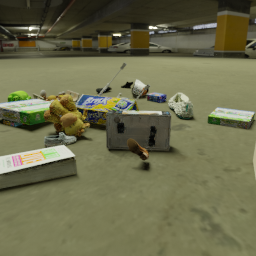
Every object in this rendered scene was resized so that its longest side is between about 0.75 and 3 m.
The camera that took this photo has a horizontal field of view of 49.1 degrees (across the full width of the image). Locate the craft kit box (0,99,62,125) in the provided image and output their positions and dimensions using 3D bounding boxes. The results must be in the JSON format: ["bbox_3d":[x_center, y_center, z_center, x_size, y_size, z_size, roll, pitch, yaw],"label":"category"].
[{"bbox_3d":[-4.270,-0.795,12.609,2.534,0.622,2.566,8,15,31],"label":"craft kit box"}]

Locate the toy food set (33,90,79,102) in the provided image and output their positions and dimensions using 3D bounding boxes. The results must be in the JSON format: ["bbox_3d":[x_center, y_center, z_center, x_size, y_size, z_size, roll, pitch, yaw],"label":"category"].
[{"bbox_3d":[-4.073,-1.848,15.908,2.185,0.660,1.568,-14,23,-36],"label":"toy food set"}]

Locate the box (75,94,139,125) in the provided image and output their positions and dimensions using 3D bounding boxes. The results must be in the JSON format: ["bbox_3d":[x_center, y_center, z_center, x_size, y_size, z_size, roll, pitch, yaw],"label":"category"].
[{"bbox_3d":[-0.894,-0.695,11.572,2.654,0.930,0.853,9,52,27],"label":"box"}]

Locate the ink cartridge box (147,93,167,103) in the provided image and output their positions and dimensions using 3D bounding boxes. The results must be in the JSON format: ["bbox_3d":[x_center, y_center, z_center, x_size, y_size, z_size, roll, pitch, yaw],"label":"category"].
[{"bbox_3d":[1.713,-1.724,15.993,1.044,0.399,0.713,18,26,38],"label":"ink cartridge box"}]

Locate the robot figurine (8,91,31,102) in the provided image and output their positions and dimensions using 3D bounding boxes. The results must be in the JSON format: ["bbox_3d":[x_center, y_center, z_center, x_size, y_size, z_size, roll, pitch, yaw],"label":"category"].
[{"bbox_3d":[-5.686,-1.494,14.585,1.240,0.817,1.413,1,16,6],"label":"robot figurine"}]

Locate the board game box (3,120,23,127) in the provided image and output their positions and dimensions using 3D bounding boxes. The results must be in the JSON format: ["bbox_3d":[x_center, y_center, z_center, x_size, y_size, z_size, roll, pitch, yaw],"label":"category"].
[{"bbox_3d":[-4.826,-0.270,11.961,0.789,0.159,0.604,12,22,32],"label":"board game box"}]

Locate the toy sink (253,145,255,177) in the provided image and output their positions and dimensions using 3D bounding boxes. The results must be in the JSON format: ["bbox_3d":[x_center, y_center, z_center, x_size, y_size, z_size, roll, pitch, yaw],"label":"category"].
[{"bbox_3d":[3.926,0.880,7.537,0.891,0.766,1.367,7,20,20],"label":"toy sink"}]

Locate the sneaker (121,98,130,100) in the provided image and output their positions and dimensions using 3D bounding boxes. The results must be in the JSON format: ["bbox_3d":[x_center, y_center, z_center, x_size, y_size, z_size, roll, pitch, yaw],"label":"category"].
[{"bbox_3d":[-0.400,-0.852,13.057,0.846,0.745,1.897,24,37,36],"label":"sneaker"}]

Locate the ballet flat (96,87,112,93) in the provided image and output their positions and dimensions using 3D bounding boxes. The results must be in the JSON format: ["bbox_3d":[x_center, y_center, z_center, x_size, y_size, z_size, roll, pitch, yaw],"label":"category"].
[{"bbox_3d":[-1.560,-2.464,18.450,1.319,0.438,0.375,-18,70,-43],"label":"ballet flat"}]

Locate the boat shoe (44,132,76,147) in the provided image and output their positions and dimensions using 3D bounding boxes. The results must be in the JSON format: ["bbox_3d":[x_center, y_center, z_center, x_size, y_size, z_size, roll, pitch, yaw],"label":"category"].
[{"bbox_3d":[-2.330,0.370,9.660,1.110,0.395,0.387,-9,20,-26],"label":"boat shoe"}]

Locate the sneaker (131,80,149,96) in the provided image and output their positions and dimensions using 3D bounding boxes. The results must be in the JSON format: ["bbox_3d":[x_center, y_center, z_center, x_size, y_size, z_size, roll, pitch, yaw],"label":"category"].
[{"bbox_3d":[0.783,-2.443,17.793,1.014,0.872,2.396,20,19,-4],"label":"sneaker"}]

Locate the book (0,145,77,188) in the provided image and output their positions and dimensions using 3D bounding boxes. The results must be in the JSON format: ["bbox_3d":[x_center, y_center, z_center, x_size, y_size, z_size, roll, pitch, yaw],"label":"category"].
[{"bbox_3d":[-2.690,1.015,7.716,2.213,0.532,1.479,-10,17,-24],"label":"book"}]

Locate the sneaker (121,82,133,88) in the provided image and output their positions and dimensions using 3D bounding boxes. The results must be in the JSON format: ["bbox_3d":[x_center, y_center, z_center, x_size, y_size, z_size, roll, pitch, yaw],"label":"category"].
[{"bbox_3d":[-0.074,-3.094,19.955,0.919,0.479,0.276,8,19,22],"label":"sneaker"}]

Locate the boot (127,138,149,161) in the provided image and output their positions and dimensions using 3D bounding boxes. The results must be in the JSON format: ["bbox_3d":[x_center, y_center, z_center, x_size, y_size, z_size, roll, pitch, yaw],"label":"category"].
[{"bbox_3d":[0.317,0.590,8.098,0.786,0.301,0.610,42,12,4],"label":"boot"}]

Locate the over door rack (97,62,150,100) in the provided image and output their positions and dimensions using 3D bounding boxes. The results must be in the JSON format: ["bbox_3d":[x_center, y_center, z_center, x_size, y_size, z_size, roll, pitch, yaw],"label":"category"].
[{"bbox_3d":[-0.202,-1.591,12.114,1.507,2.039,0.679,40,19,-7],"label":"over door rack"}]

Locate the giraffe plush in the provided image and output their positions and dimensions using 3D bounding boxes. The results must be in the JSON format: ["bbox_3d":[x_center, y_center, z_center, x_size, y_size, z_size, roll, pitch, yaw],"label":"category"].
[{"bbox_3d":[-2.173,-0.214,10.470,1.703,1.470,1.381,30,15,-30],"label":"giraffe plush"}]

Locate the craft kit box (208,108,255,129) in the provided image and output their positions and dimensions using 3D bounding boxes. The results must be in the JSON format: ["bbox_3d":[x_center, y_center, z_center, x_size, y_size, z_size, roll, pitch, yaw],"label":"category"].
[{"bbox_3d":[4.533,-0.460,12.232,1.675,0.406,1.655,11,19,29],"label":"craft kit box"}]

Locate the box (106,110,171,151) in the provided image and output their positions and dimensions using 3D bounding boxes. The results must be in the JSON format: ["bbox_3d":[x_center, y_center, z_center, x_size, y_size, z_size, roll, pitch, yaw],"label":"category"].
[{"bbox_3d":[0.349,0.066,9.298,2.101,1.225,0.632,1,14,4],"label":"box"}]

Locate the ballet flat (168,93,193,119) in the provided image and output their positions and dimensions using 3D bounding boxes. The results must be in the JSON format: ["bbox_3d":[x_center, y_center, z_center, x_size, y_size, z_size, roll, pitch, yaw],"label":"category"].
[{"bbox_3d":[2.633,-1.230,13.680,1.013,1.013,2.824,-1,18,-4],"label":"ballet flat"}]
